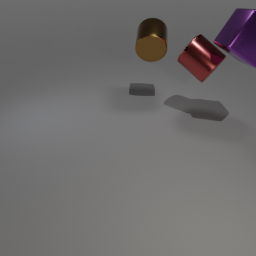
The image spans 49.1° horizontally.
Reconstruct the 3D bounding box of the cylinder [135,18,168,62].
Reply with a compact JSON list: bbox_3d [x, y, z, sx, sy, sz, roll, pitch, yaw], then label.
[{"bbox_3d":[1.066,-3.937,12.543,1.400,1.400,1.400,3,52,5],"label":"cylinder"}]

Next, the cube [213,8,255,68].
[{"bbox_3d":[4.151,-3.146,9.772,1.400,1.400,1.400,28,19,-17],"label":"cube"}]

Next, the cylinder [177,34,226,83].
[{"bbox_3d":[2.974,-2.815,11.373,1.400,1.400,1.400,43,43,6],"label":"cylinder"}]
